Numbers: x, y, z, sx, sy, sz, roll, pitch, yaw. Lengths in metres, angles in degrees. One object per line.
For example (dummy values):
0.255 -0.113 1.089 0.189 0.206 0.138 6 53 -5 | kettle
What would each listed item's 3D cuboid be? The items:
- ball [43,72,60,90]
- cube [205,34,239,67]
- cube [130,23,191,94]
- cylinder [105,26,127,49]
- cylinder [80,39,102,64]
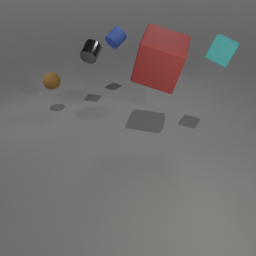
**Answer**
-3.085 -1.894 11.304 0.700 0.700 0.700 0 29 0 | ball
2.840 -2.339 8.441 0.700 0.700 0.700 30 30 11 | cube
1.020 -2.181 8.823 1.400 1.400 1.400 18 45 2 | cube
-0.533 -3.992 12.379 0.700 0.700 0.700 29 75 41 | cylinder
-1.498 -3.079 11.292 0.700 0.700 0.700 9 62 16 | cylinder
